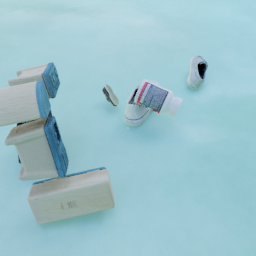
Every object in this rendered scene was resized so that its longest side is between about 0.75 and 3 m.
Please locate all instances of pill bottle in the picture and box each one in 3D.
[{"bbox_3d":[0.869,-0.809,7.952,1.231,0.736,0.736,25,43,6],"label":"pill bottle"}]

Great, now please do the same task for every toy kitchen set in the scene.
[{"bbox_3d":[-1.412,0.142,6.116,1.639,2.783,2.229,-11,25,-2],"label":"toy kitchen set"}]

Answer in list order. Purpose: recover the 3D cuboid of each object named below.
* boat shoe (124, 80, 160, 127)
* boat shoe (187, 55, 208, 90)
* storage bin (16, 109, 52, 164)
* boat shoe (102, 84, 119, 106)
[{"bbox_3d":[0.590,-1.048,9.135,0.919,0.834,2.499,10,39,14],"label":"boat shoe"},{"bbox_3d":[2.712,-2.206,10.511,0.648,0.662,1.858,36,47,-19],"label":"boat shoe"},{"bbox_3d":[-2.328,0.160,7.052,0.650,0.937,1.386,12,39,-34],"label":"storage bin"},{"bbox_3d":[-0.582,-1.022,9.194,0.328,0.277,0.921,10,43,-46],"label":"boat shoe"}]
